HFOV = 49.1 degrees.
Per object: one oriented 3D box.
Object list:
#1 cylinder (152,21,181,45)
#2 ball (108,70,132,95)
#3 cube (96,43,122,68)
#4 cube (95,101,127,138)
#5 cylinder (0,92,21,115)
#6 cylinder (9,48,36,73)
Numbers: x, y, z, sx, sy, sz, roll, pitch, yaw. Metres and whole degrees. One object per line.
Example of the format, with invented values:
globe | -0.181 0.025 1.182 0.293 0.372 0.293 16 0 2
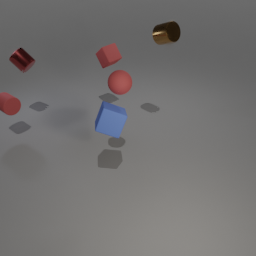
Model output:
cylinder | 1.319 -3.250 9.617 0.700 0.700 0.700 -23 20 -32
ball | -0.228 -1.293 7.949 0.700 0.700 0.700 0 32 0
cube | -0.812 -3.039 11.789 0.700 0.700 0.700 -29 6 -29
cube | -0.490 -0.241 7.867 0.700 0.700 0.700 18 19 -14
cylinder | -4.485 -0.903 10.437 0.700 0.700 0.700 25 40 33
cylinder | -4.097 -2.626 10.879 0.700 0.700 0.700 44 34 -11
